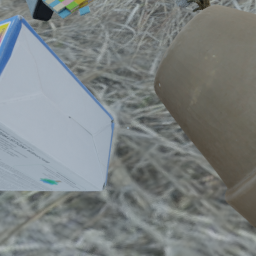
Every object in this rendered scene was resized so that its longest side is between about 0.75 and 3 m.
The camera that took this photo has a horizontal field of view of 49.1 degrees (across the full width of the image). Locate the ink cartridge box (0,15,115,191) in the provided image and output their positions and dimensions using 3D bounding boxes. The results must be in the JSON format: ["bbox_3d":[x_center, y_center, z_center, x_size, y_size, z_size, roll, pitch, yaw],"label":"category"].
[{"bbox_3d":[-1.886,0.016,3.529,2.852,1.946,1.089,-7,57,24],"label":"ink cartridge box"}]

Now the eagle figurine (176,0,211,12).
[{"bbox_3d":[1.417,-2.446,4.743,0.868,0.873,1.150,26,68,-24],"label":"eagle figurine"}]

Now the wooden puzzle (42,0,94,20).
[{"bbox_3d":[-0.921,-2.166,4.571,0.805,0.095,1.357,-38,55,-9],"label":"wooden puzzle"}]

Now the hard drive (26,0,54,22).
[{"bbox_3d":[-2.084,-4.300,6.462,0.488,2.073,2.971,-3,58,-38],"label":"hard drive"}]

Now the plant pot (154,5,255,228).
[{"bbox_3d":[1.901,-0.466,4.287,2.988,2.988,2.605,-38,69,-26],"label":"plant pot"}]
